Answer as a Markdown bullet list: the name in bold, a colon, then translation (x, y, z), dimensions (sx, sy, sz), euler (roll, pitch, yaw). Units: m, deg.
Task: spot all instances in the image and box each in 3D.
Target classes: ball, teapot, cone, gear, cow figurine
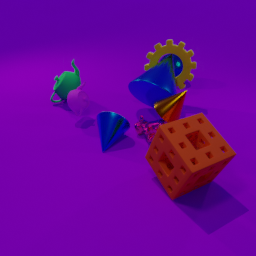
- **ball**: translation (1.736, -2.382, 11.070), dimensions (1.106, 1.106, 1.106), euler (0, 31, 0)
- **teapot**: translation (-1.440, -0.855, 8.380), dimensions (0.559, 0.710, 1.141), euler (-12, 66, 32)
- **cone**: translation (-0.523, 0.233, 7.379), dimensions (0.959, 0.959, 0.962), euler (9, 59, 14)
- **gear**: translation (1.371, -2.005, 9.106), dimensions (1.628, 1.628, 0.301), euler (7, 23, 12)
- **cow figurine**: translation (0.645, -0.032, 7.621), dimensions (0.972, 0.533, 0.956), euler (-17, 28, 14)
- **cone**: translation (1.079, -1.662, 8.748), dimensions (1.636, 1.636, 1.642), euler (17, 72, 26)
- **teapot**: translation (-2.074, -1.517, 9.432), dimensions (0.795, 1.623, 1.009), euler (32, 7, -27)
- **cone**: translation (1.263, -0.686, 7.305), dimensions (0.848, 0.851, 0.848), euler (25, 37, -21)

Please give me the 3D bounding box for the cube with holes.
- **cube with holes**: translation (1.228, 0.574, 5.797), dimensions (1.123, 1.123, 1.123), euler (-16, 57, -26)
